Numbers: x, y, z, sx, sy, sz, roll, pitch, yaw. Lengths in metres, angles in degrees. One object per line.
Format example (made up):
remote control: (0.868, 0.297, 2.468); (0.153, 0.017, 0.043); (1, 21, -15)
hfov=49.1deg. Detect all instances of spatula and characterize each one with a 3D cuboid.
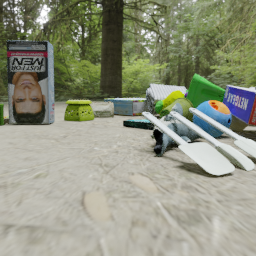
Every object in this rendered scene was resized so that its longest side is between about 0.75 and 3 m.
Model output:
spatula: (1.319, 0.097, 4.962); (1.662, 0.192, 2.391); (-7, 28, -24)

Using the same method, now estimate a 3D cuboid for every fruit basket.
fruit basket: (2.509, -1.108, 11.354); (2.827, 2.039, 2.827); (16, 10, -3)

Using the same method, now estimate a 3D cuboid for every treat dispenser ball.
treat dispenser ball: (2.199, -0.239, 7.339); (0.966, 0.966, 0.966); (0, 7, 0)

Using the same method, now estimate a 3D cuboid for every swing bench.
swing bench: (-1.364, -0.924, 13.933); (1.186, 0.774, 1.193); (-1, 7, -12)

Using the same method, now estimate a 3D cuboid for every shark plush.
shark plush: (1.048, 0.076, 5.869); (0.904, 0.986, 2.170); (34, 12, 15)

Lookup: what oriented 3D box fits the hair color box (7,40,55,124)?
hair color box: (-3.602, -1.655, 10.478); (1.481, 2.991, 0.907); (0, 5, -2)

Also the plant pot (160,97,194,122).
plant pot: (1.678, -0.490, 9.994); (0.974, 1.026, 1.026); (-20, 18, -38)

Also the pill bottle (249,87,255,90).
pill bottle: (5.608, -0.784, 10.001); (2.485, 1.383, 1.383); (1, 7, 17)

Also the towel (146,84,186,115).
towel: (2.003, -1.348, 13.987); (2.065, 1.067, 2.494); (5, 24, -6)

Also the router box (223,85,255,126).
router box: (4.096, -0.450, 7.183); (2.682, 0.730, 2.988); (11, 13, 5)

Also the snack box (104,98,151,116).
snack box: (0.373, -1.236, 15.889); (2.265, 0.909, 2.685); (8, 12, 44)

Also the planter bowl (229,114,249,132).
planter bowl: (3.292, -0.208, 8.469); (0.804, 0.541, 0.804); (9, 14, -2)

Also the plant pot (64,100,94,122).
plant pot: (-2.104, -0.764, 12.076); (0.970, 0.884, 0.974); (4, 7, 33)

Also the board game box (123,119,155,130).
board game box: (0.829, -0.134, 9.422); (1.160, 0.241, 1.714); (-7, 10, -45)

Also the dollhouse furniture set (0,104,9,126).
dollhouse furniture set: (-4.655, -0.581, 10.946); (1.005, 0.776, 2.010); (1, 7, 8)
